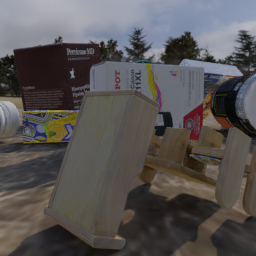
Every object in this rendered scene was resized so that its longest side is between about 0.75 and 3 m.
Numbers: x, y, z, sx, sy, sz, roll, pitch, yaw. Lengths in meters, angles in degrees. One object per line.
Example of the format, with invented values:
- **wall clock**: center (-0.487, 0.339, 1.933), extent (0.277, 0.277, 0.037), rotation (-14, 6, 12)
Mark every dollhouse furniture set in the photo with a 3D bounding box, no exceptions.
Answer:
- **dollhouse furniture set**: center (0.214, 0.408, 2.250), extent (1.395, 0.926, 1.222), rotation (25, -12, -40)

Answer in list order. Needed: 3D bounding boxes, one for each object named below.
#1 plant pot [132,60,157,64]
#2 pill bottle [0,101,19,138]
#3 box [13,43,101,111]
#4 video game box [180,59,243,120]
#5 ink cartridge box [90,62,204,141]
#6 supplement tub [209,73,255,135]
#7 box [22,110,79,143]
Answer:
- **plant pot**: center (0.176, -0.664, 7.660), extent (1.922, 1.922, 1.543), rotation (-3, -7, -32)
- **pill bottle**: center (-3.276, -0.141, 5.875), extent (0.991, 0.991, 1.742), rotation (3, 7, 32)
- **box**: center (-2.620, -1.770, 11.324), extent (2.456, 2.992, 2.482), rotation (2, 15, 28)
- **video game box**: center (2.348, -1.130, 10.145), extent (2.968, 0.695, 2.704), rotation (-4, -34, -38)
- **ink cartridge box**: center (0.422, -0.501, 6.067), extent (2.303, 1.678, 0.954), rotation (-3, 7, -24)
- **supplement tub**: center (3.576, -0.722, 8.351), extent (1.720, 1.720, 2.807), rotation (0, 6, -5)
- **box**: center (-1.309, -0.053, 6.425), extent (2.041, 0.715, 0.656), rotation (-2, 5, -14)
